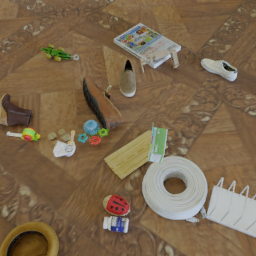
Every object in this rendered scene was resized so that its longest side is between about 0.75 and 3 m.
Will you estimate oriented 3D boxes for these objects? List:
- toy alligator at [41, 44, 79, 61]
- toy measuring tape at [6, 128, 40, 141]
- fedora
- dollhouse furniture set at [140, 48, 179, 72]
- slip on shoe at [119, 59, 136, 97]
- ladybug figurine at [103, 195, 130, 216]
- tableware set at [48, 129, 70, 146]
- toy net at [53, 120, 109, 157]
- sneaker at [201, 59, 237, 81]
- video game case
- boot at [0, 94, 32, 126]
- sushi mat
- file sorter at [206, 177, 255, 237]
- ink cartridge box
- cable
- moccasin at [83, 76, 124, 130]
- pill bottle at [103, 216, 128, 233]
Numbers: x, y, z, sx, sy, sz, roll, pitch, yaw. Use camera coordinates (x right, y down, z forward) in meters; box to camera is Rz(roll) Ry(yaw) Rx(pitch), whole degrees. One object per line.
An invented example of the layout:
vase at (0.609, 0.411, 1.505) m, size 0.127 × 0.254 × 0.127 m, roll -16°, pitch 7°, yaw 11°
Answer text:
toy alligator at (-3.302, -3.572, 13.728) m, size 1.922 × 0.462 × 0.637 m, roll 18°, pitch 83°, yaw 3°
toy measuring tape at (-4.118, 0.202, 10.942) m, size 1.410 × 0.519 × 0.519 m, roll 8°, pitch 54°, yaw 6°
fedora at (-2.845, 3.669, 8.270) m, size 1.793 × 0.731 × 1.793 m, roll -5°, pitch 54°, yaw 6°
dollhouse furniture set at (1.475, -3.087, 13.004) m, size 1.692 × 0.877 × 0.749 m, roll -13°, pitch 91°, yaw -2°
slip on shoe at (0.010, -2.299, 12.680) m, size 0.754 × 0.601 × 1.984 m, roll 3°, pitch 54°, yaw 2°
ladybug figurine at (-0.375, 2.551, 9.315) m, size 0.966 × 0.348 × 0.656 m, roll 17°, pitch 56°, yaw 12°
tableware set at (-2.714, 0.360, 11.069) m, size 0.830 × 0.096 × 0.693 m, roll -27°, pitch 58°, yaw -19°
toy net at (-1.826, 0.541, 10.775) m, size 2.189 × 0.423 × 1.149 m, roll -40°, pitch 69°, yaw -23°
sneaker at (4.297, -2.895, 13.091) m, size 1.796 × 0.636 × 0.656 m, roll 31°, pitch 60°, yaw 20°
video game case at (0.966, -4.285, 14.342) m, size 2.843 × 0.256 × 2.035 m, roll 39°, pitch 63°, yaw 24°
boot at (-4.665, -0.744, 11.684) m, size 1.307 × 0.569 × 1.572 m, roll 3°, pitch 55°, yaw -9°
sushi mat at (0.301, 0.961, 10.599) m, size 2.284 × 0.138 × 1.093 m, roll -32°, pitch 60°, yaw -21°
file sorter at (3.582, 2.474, 8.928) m, size 1.736 × 1.081 × 1.205 m, roll 18°, pitch 56°, yaw 13°
ink cartridge box at (0.845, 0.455, 7.980) m, size 0.436 × 1.471 × 0.764 m, roll 9°, pitch 71°, yaw 6°
cable at (1.564, 1.985, 9.466) m, size 2.164 × 0.749 × 2.164 m, roll 3°, pitch 54°, yaw 3°
moccasin at (-1.078, -1.177, 11.629) m, size 1.068 × 1.012 × 2.767 m, roll -22°, pitch 54°, yaw -22°
pill bottle at (-0.385, 3.052, 8.901) m, size 0.759 × 0.439 × 0.439 m, roll 6°, pitch 54°, yaw 6°
